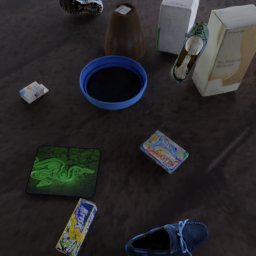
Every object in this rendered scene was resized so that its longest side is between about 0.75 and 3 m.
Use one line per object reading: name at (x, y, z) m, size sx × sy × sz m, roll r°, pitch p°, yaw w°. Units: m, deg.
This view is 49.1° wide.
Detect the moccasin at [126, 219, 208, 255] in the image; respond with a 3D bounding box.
moccasin at (0.967, 2.667, 6.516) m, size 2.016 × 0.687 × 0.811 m, roll -15°, pitch 56°, yaw -10°

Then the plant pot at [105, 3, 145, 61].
plant pot at (-0.130, -3.579, 10.276) m, size 1.591 × 1.703 × 1.591 m, roll 0°, pitch 55°, yaw 0°

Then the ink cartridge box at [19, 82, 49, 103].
ink cartridge box at (-3.186, -1.256, 9.517) m, size 0.475 × 0.280 × 0.826 m, roll 38°, pitch 63°, yaw 23°

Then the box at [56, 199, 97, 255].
box at (-1.228, 2.430, 6.853) m, size 0.449 × 0.412 × 1.281 m, roll 17°, pitch 57°, yaw 12°

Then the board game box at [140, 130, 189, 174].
board game box at (1.053, 0.683, 8.201) m, size 1.190 × 0.205 × 0.806 m, roll 38°, pitch 63°, yaw 23°

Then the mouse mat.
mouse mat at (-1.780, 1.194, 7.940) m, size 1.942 × 0.073 × 1.563 m, roll 3°, pitch 55°, yaw 3°

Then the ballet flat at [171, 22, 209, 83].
ballet flat at (1.699, -1.991, 7.699) m, size 0.658 × 1.772 × 0.658 m, roll 12°, pitch 37°, yaw -9°

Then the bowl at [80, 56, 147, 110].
bowl at (-0.495, -1.566, 9.632) m, size 2.283 × 0.448 × 2.283 m, roll 0°, pitch 55°, yaw 0°

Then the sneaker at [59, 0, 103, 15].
sneaker at (-2.043, -5.459, 12.275) m, size 1.908 × 0.749 × 0.850 m, roll 6°, pitch 48°, yaw -6°

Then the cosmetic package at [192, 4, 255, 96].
cosmetic package at (3.068, -2.316, 8.774) m, size 1.414 × 2.687 × 0.955 m, roll -13°, pitch 56°, yaw -9°

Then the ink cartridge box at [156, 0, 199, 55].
ink cartridge box at (2.010, -4.479, 10.750) m, size 1.125 × 1.940 × 2.680 m, roll 15°, pitch 56°, yaw 10°
